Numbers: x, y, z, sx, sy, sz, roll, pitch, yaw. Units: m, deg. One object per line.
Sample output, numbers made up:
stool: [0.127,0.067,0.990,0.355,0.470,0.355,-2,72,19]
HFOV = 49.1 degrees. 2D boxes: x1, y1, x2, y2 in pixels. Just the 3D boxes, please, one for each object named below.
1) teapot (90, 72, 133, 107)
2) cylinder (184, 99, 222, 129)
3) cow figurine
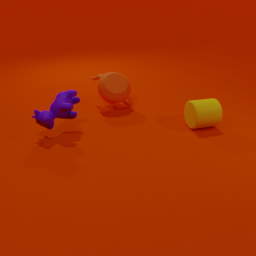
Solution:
teapot: [-0.578,-1.411,10.099,1.920,0.940,1.193,38,62,4]
cylinder: [2.339,-0.454,8.779,0.870,0.870,0.870,-7,29,-13]
cow figurine: [-2.109,-0.553,8.228,1.234,0.688,1.254,-3,52,12]
